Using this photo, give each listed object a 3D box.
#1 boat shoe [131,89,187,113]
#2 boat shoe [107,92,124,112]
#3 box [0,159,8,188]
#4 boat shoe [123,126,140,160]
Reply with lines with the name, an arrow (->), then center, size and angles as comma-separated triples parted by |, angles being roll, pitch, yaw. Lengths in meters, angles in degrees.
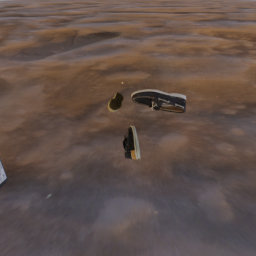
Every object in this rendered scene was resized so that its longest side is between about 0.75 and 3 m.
boat shoe -> 0.989, -0.798, 8.847 | 1.804, 0.667, 0.544 | 6, 69, -15
boat shoe -> -0.430, -0.750, 8.958 | 0.409, 0.367, 1.104 | 41, 31, -6
box -> -3.780, -0.021, 5.499 | 2.197, 2.774, 0.670 | 8, 33, 22
boat shoe -> 0.060, 0.332, 6.786 | 0.382, 0.458, 1.227 | -11, 32, 4
